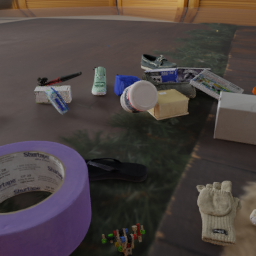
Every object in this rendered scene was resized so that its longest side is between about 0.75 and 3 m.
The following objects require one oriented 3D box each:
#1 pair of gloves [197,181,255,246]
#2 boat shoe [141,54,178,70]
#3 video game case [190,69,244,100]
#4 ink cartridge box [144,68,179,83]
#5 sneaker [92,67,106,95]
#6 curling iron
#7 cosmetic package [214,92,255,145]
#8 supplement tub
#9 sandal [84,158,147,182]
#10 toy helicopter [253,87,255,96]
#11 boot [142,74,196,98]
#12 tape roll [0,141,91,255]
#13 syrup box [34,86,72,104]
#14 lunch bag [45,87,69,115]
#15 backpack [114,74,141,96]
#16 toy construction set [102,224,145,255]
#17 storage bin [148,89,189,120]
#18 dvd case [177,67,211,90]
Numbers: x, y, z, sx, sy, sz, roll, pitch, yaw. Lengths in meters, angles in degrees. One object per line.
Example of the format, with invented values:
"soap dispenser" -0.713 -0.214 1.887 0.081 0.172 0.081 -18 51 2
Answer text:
"pair of gloves" 2.654 1.886 6.220 2.168 0.380 1.844 1 33 7
"boat shoe" 1.641 -3.560 15.271 0.926 0.786 2.544 -26 32 -32
"video game case" 3.945 -1.817 12.364 2.015 0.222 1.837 34 40 17
"ink cartridge box" 1.562 -2.386 13.152 1.529 0.719 0.338 2 31 30
"sneaker" -1.332 -2.211 12.823 0.656 1.051 1.782 -1 30 -5
"curling iron" -2.992 -2.109 12.102 2.333 0.298 0.578 -5 -11 24
"cosmetic package" 4.385 -0.261 9.178 2.916 1.315 1.558 8 29 20
"supplement tub" 0.358 -1.065 9.995 1.034 1.034 1.473 -9 1 -16
"sandal" -0.498 1.042 7.639 2.050 0.439 0.780 1 29 3
"toy helicopter" 5.324 -0.626 10.208 2.333 0.920 1.543 27 41 34
"boot" 1.771 -1.902 12.565 2.133 0.774 1.939 -9 44 -3
"tape roll" -2.265 1.533 5.964 2.900 1.232 2.900 -1 29 0
"syrup box" -3.162 -1.423 11.899 1.455 0.573 0.592 -2 29 -4
"lunch bag" -2.675 -1.020 10.586 0.408 0.989 0.795 -37 37 -11
"backpack" 0.067 -1.786 12.258 1.120 0.910 0.940 -2 27 -23
"toy construction set" 0.021 2.303 5.475 0.808 0.621 0.674 -6 -6 -45
"storage bin" 1.472 -0.989 11.080 1.367 0.641 1.357 -12 31 -19
"dvd case" 3.142 -2.564 14.269 2.210 0.237 2.972 4 30 11
